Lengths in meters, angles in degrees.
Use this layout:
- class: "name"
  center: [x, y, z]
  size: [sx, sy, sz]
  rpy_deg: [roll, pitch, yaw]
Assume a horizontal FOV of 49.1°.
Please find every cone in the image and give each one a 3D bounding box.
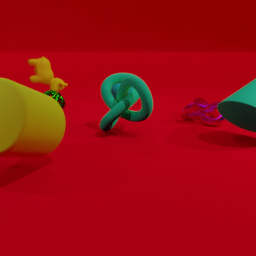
- class: "cone"
  center: [3.309, -0.875, 7.167]
  size: [1.487, 1.493, 1.487]
  rpy_deg: [29, -12, 7]

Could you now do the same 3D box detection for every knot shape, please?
- class: "knot shape"
  center: [-0.030, -0.761, 7.608]
  size: [0.873, 1.890, 1.768]
  rpy_deg: [27, -18, -38]
- class: "knot shape"
  center: [2.351, -0.534, 8.868]
  size: [1.387, 0.685, 1.482]
  rpy_deg: [-3, 17, -11]
- class: "knot shape"
  center: [-3.098, -1.029, 10.486]
  size: [1.355, 0.669, 1.448]
  rpy_deg: [-1, 14, -1]

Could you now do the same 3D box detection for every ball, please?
- class: "ball"
  center: [-0.215, -1.586, 11.674]
  size: [1.072, 1.072, 1.072]
  rpy_deg: [0, 17, 0]

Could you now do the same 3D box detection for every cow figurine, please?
- class: "cow figurine"
  center: [-3.227, -2.140, 11.376]
  size: [1.471, 1.495, 0.821]
  rpy_deg: [-4, 13, -11]

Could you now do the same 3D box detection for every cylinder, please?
- class: "cylinder"
  center: [-2.063, -0.119, 5.229]
  size: [1.328, 1.328, 1.328]
  rpy_deg: [5, -5, 16]
